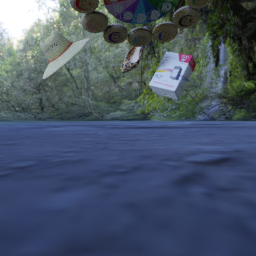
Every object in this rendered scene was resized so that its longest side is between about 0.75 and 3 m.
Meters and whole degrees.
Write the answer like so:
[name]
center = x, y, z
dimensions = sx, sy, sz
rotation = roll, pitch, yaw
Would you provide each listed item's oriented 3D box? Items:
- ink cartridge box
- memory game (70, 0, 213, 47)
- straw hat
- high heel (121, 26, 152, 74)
[ink cartridge box]
center = 1.834, -2.173, 11.495
dimensions = 1.266, 1.716, 0.734
rotation = 20, -15, 33
[memory game]
center = 0.283, -2.479, 5.338
dimensions = 2.827, 0.180, 2.827
rotation = -4, -22, -2
[straw hat]
center = -1.629, -1.835, 6.385
dimensions = 0.655, 1.547, 1.547
rotation = 48, -22, -23
[high heel]
center = 0.247, -2.973, 10.603
dimensions = 0.653, 1.829, 1.304
rotation = 37, -6, 13
